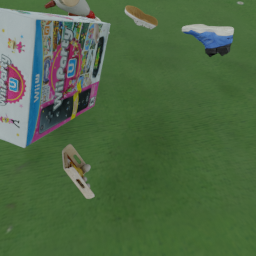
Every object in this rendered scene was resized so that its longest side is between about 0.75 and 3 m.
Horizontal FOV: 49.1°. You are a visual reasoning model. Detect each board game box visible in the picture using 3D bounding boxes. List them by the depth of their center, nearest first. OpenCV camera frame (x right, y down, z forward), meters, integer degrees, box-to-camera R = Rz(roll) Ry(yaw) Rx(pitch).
[{"bbox_3d":[-1.387,-1.091,5.361,0.880,2.020,2.737,19,24,13],"label":"board game box"}]

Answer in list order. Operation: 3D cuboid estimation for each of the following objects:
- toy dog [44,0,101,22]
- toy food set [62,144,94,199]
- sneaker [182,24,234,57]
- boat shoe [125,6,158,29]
[{"bbox_3d":[-1.589,-3.344,8.224,1.024,2.126,1.402,-37,32,8],"label":"toy dog"},{"bbox_3d":[-0.943,0.817,5.512,0.319,0.759,1.057,-32,24,-2],"label":"toy food set"},{"bbox_3d":[2.441,-2.724,8.834,1.691,0.941,0.649,19,36,34],"label":"sneaker"},{"bbox_3d":[0.412,-3.869,9.980,1.324,0.459,0.469,20,64,-24],"label":"boat shoe"}]
